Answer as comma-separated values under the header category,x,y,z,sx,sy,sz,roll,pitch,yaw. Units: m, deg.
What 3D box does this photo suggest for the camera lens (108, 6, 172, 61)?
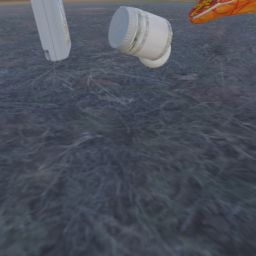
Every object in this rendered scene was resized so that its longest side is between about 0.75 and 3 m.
category,x,y,z,sx,sy,sz,roll,pitch,yaw
camera lens,0.302,-2.123,6.381,1.237,0.990,0.990,5,23,-33

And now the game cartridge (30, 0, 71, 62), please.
category,x,y,z,sx,sy,sz,roll,pitch,yaw
game cartridge,-1.721,-2.605,6.354,0.560,1.797,2.698,-7,23,-7

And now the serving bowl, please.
category,x,y,z,sx,sy,sz,roll,pitch,yaw
serving bowl,0.912,-2.588,9.064,1.256,1.256,0.413,-16,18,-26

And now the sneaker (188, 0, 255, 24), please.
category,x,y,z,sx,sy,sz,roll,pitch,yaw
sneaker,2.277,-2.465,5.357,2.239,0.863,0.817,-19,39,20
